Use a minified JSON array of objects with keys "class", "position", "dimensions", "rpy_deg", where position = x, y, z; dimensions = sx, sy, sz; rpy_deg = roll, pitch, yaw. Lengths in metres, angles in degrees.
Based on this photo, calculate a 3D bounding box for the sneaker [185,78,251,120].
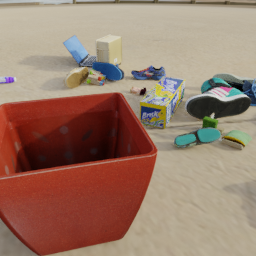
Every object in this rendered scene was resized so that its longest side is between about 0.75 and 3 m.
[{"class":"sneaker","position":[3.184,-1.239,10.964],"dimensions":[2.807,1.174,1.695],"rpy_deg":[-3,34,-22]}]

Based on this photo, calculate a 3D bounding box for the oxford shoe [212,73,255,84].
[{"class":"oxford shoe","position":[5.007,-2.057,12.937],"dimensions":[2.209,0.830,0.638],"rpy_deg":[11,17,18]}]

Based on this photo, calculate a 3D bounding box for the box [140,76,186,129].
[{"class":"box","position":[1.421,-1.103,11.013],"dimensions":[1.034,0.949,2.952],"rpy_deg":[12,31,19]}]

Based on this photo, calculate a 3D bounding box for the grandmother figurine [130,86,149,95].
[{"class":"grandmother figurine","position":[0.611,-1.670,12.719],"dimensions":[0.993,0.301,0.602],"rpy_deg":[20,63,26]}]

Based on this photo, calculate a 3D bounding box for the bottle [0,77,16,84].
[{"class":"bottle","position":[-6.076,-2.391,13.937],"dimensions":[0.933,0.304,0.390],"rpy_deg":[-5,30,-9]}]

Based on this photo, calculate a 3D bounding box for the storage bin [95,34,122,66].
[{"class":"storage bin","position":[-1.029,-4.188,15.699],"dimensions":[0.798,1.691,1.704],"rpy_deg":[12,32,20]}]

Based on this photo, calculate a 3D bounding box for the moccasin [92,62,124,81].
[{"class":"moccasin","position":[-0.910,-3.036,14.456],"dimensions":[0.769,0.907,2.255],"rpy_deg":[-8,32,-45]}]

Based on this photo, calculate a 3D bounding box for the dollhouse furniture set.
[{"class":"dollhouse furniture set","position":[3.291,0.034,9.222],"dimensions":[1.450,0.728,0.950],"rpy_deg":[21,36,32]}]

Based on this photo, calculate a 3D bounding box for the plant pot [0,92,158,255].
[{"class":"plant pot","position":[-1.136,0.966,5.865],"dimensions":[2.745,2.419,2.743],"rpy_deg":[-8,30,-12]}]

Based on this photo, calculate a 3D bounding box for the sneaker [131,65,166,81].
[{"class":"sneaker","position":[1.067,-2.890,14.404],"dimensions":[1.822,0.715,0.686],"rpy_deg":[2,29,3]}]

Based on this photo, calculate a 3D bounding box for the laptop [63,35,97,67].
[{"class":"laptop","position":[-2.343,-4.644,16.839],"dimensions":[2.375,1.376,2.224],"rpy_deg":[4,30,8]}]

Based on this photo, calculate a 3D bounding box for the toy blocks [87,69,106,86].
[{"class":"toy blocks","position":[-1.502,-2.495,13.941],"dimensions":[0.840,0.614,1.229],"rpy_deg":[13,32,-2]}]

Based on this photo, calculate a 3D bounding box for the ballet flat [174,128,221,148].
[{"class":"ballet flat","position":[2.164,0.326,8.854],"dimensions":[1.472,0.547,0.547],"rpy_deg":[-8,30,1]}]

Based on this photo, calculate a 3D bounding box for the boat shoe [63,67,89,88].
[{"class":"boat shoe","position":[-2.652,-2.458,13.748],"dimensions":[0.695,0.740,2.008],"rpy_deg":[1,26,23]}]

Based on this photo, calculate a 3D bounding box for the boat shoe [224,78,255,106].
[{"class":"boat shoe","position":[4.879,-1.559,11.816],"dimensions":[2.741,0.941,1.154],"rpy_deg":[6,30,10]}]
